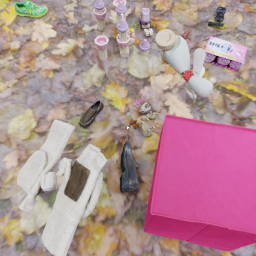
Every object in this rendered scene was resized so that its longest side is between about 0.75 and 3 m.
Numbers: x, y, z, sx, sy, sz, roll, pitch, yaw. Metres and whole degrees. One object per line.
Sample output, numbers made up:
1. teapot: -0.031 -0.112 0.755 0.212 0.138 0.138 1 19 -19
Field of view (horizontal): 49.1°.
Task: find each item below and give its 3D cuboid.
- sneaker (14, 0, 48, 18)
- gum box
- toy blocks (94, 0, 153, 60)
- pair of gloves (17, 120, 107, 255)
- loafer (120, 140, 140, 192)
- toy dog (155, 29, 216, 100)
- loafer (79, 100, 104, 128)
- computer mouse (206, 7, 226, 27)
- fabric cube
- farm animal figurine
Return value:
1. sneaker: -4.792 -5.862 13.751 1.659 0.693 0.614 1 60 0
2. gum box: 4.289 -3.253 12.371 1.787 0.591 1.014 21 62 11
3. toy blocks: -0.146 -4.678 12.202 2.699 2.272 2.522 -5 61 -3
4. pair of gloves: -1.763 1.200 6.714 2.944 0.516 2.503 29 89 47
5. loafer: 0.089 1.347 9.883 0.671 0.675 1.855 5 70 -8
6. toy dog: 1.909 -2.122 8.604 1.169 1.601 2.427 -37 90 4
7. loafer: -1.471 -0.612 10.992 0.498 0.487 1.365 28 65 14
8. computer mouse: 4.316 -5.434 13.780 0.906 0.297 1.290 8 67 10
9. fabric cube: 2.175 1.730 8.326 2.953 2.943 2.897 11 61 6
10. farm animal figurine: 0.578 -0.368 10.821 1.099 0.684 1.361 23 59 -9
